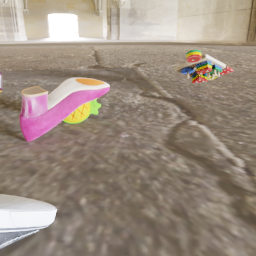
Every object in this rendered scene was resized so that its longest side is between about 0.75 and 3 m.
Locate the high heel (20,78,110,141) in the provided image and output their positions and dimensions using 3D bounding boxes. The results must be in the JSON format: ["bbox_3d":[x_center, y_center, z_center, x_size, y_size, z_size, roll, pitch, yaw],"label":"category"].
[{"bbox_3d":[-1.422,-0.493,6.743,0.820,1.167,2.434,28,33,30],"label":"high heel"}]

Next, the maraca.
[{"bbox_3d":[-1.298,-0.560,7.412,1.143,0.784,0.612,-19,7,-13],"label":"maraca"}]

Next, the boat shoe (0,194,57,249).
[{"bbox_3d":[-1.835,1.165,2.906,0.823,0.778,2.294,6,-2,42],"label":"boat shoe"}]

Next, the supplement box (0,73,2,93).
[{"bbox_3d":[-4.159,-1.189,8.148,0.993,0.650,0.512,-25,-27,27],"label":"supplement box"}]

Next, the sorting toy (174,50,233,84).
[{"bbox_3d":[2.726,-2.052,10.353,2.855,0.483,1.376,8,-16,-43],"label":"sorting toy"}]
